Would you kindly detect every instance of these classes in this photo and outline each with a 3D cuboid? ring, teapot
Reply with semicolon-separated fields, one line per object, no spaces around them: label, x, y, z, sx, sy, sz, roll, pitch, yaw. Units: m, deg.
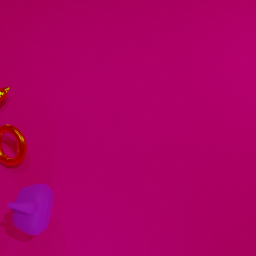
ring;-3.331;0.485;7.863;1.194;0.239;1.194;4;100;23
teapot;-2.276;1.853;6.508;0.924;1.886;1.173;9;72;-6

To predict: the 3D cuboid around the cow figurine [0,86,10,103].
cow figurine;-4.219;-1.305;8.383;1.244;1.265;0.694;8;43;37
